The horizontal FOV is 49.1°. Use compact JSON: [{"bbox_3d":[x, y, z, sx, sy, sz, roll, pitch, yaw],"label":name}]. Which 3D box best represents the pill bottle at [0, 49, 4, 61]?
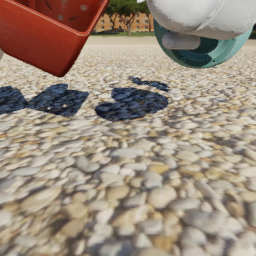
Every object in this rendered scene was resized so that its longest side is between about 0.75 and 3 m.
[{"bbox_3d":[-3.869,-2.514,5.921,1.413,2.660,1.413,-29,-4,-2],"label":"pill bottle"}]

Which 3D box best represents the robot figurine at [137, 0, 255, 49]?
[{"bbox_3d":[1.097,-1.904,3.892,2.102,1.783,1.187,-7,43,-37],"label":"robot figurine"}]

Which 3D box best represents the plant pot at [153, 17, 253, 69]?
[{"bbox_3d":[1.600,-2.242,6.045,2.329,2.329,1.560,4,36,11],"label":"plant pot"}]

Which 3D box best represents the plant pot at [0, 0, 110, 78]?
[{"bbox_3d":[-1.593,-2.273,5.634,2.090,1.844,2.092,24,57,-7],"label":"plant pot"}]
